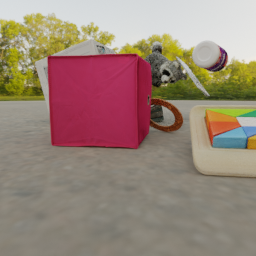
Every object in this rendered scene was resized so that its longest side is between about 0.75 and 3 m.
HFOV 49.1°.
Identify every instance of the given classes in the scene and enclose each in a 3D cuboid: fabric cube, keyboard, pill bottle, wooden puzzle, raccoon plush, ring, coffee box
[{"bbox_3d":[-0.690,-0.873,8.626,2.587,2.538,2.579,2,8,10],"label":"fabric cube"},{"bbox_3d":[2.736,-2.263,12.024,0.749,0.142,2.662,35,24,-35],"label":"keyboard"},{"bbox_3d":[3.342,-2.795,11.120,1.030,1.030,1.831,5,5,35],"label":"pill bottle"},{"bbox_3d":[2.736,0.052,6.045,2.693,0.542,2.911,1,25,10],"label":"wooden puzzle"},{"bbox_3d":[1.704,-3.085,12.509,1.887,2.816,1.362,-8,-24,35],"label":"raccoon plush"},{"bbox_3d":[1.167,-0.406,10.068,1.656,1.656,0.159,5,48,34],"label":"ring"},{"bbox_3d":[-2.033,-2.049,13.332,2.955,2.959,2.926,-15,1,18],"label":"coffee box"}]

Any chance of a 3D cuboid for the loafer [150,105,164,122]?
[{"bbox_3d":[0.616,-0.705,13.579,2.935,0.923,1.055,-7,10,-44],"label":"loafer"}]
